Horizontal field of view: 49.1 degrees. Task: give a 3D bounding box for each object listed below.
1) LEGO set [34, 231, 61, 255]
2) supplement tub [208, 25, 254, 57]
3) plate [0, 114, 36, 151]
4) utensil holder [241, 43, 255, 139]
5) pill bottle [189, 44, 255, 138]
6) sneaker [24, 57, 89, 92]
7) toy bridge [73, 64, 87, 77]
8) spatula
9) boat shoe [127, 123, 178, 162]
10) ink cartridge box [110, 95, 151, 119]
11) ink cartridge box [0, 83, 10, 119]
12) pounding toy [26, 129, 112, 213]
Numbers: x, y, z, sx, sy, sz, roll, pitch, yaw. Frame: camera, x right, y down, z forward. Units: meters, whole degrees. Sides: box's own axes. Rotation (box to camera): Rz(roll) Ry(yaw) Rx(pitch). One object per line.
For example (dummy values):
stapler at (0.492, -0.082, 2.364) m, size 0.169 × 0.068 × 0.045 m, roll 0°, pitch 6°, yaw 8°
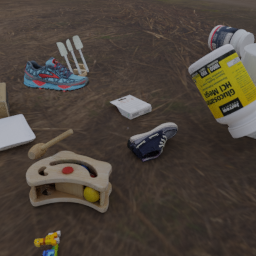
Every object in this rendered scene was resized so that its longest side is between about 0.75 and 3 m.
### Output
LEGO set at (-1.586, 2.337, 5.379) m, size 0.414 × 0.384 × 1.008 m, roll -2°, pitch 31°, yaw -4°
supplement tub at (5.817, -4.909, 15.911) m, size 1.497 × 1.497 × 2.133 m, roll -22°, pitch 38°, yaw -32°
plate at (-3.992, 0.239, 8.828) m, size 1.760 × 0.285 × 1.764 m, roll -17°, pitch 36°, yaw -27°
utensil holder at (4.523, -1.229, 9.045) m, size 2.157 × 2.539 × 2.157 m, roll 1°, pitch 31°, yaw -1°
pill bottle at (2.888, -1.007, 8.004) m, size 1.369 × 2.436 × 1.369 m, roll -30°, pitch 0°, yaw 0°
sneaker at (-1.630, -1.219, 6.329) m, size 1.506 × 0.720 × 0.597 m, roll 4°, pitch 20°, yaw 0°
toy bridge at (-2.314, -2.700, 13.568) m, size 0.637 × 0.258 × 1.895 m, roll 5°, pitch 32°, yaw 3°
spatula at (-1.397, -1.859, 7.393) m, size 0.081 × 1.006 × 0.699 m, roll 3°, pitch 31°, yaw 46°
boat shoe at (0.904, 0.446, 8.282) m, size 1.733 × 0.647 × 0.803 m, roll -22°, pitch 45°, yaw -19°
ink cartridge box at (0.085, -0.803, 10.529) m, size 1.028 × 0.320 × 1.277 m, roll -23°, pitch 34°, yaw -32°
ink cartridge box at (-5.453, -0.846, 10.064) m, size 2.150 × 0.808 × 1.772 m, roll -11°, pitch 33°, yaw -17°
pounding toy at (-1.554, 0.969, 6.563) m, size 2.499 × 1.434 × 1.429 m, roll 14°, pitch 30°, yaw 21°
